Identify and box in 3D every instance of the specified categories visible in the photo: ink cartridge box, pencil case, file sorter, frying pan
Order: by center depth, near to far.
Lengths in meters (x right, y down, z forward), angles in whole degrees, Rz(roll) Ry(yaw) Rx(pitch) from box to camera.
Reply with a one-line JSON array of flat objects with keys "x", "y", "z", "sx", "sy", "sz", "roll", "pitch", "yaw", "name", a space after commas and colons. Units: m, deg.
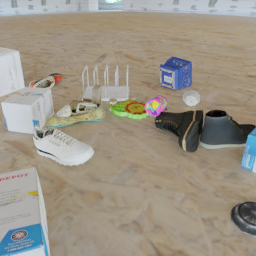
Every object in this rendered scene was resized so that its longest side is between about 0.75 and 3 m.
[{"x": -2.636, "y": 2.324, "z": 5.945, "sx": 1.754, "sy": 1.724, "sz": 2.383, "roll": -9, "pitch": 31, "yaw": -16, "name": "ink cartridge box"}, {"x": 3.713, "y": 2.297, "z": 7.520, "sx": 1.934, "sy": 0.315, "sz": 1.170, "roll": -11, "pitch": 32, "yaw": -13, "name": "frying pan"}, {"x": 4.905, "y": 0.815, "z": 9.011, "sx": 1.852, "sy": 1.340, "sz": 1.364, "roll": 24, "pitch": 37, "yaw": 35, "name": "ink cartridge box"}, {"x": 1.201, "y": -0.922, "z": 11.537, "sx": 0.755, "sy": 0.755, "sz": 1.709, "roll": 9, "pitch": 12, "yaw": 16, "name": "pencil case"}, {"x": -4.161, "y": -0.796, "z": 11.877, "sx": 1.306, "sy": 1.329, "sz": 1.806, "roll": 6, "pitch": 29, "yaw": 11, "name": "ink cartridge box"}, {"x": -1.128, "y": -2.401, "z": 14.598, "sx": 2.373, "sy": 1.478, "sz": 1.647, "roll": 0, "pitch": 29, "yaw": 1, "name": "file sorter"}, {"x": -7.523, "y": -3.141, "z": 15.200, "sx": 2.918, "sy": 2.148, "sz": 2.110, "roll": 17, "pitch": 33, "yaw": 27, "name": "ink cartridge box"}]

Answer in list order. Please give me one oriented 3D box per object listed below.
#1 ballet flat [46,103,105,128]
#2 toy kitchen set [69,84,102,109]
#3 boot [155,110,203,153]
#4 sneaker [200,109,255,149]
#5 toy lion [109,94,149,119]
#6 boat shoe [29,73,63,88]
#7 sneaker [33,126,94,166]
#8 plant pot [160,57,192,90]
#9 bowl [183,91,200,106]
[{"x": -2.280, "y": -0.650, "z": 12.124, "sx": 2.590, "sy": 0.915, "sz": 0.915, "roll": -9, "pitch": 31, "yaw": -14, "name": "ballet flat"}, {"x": -1.920, "y": -1.527, "z": 13.216, "sx": 1.425, "sy": 1.286, "sz": 1.163, "roll": 10, "pitch": 30, "yaw": 9, "name": "toy kitchen set"}, {"x": 1.774, "y": 0.080, "z": 10.882, "sx": 1.968, "sy": 1.102, "sz": 2.845, "roll": 3, "pitch": 20, "yaw": 21, "name": "boot"}, {"x": 3.984, "y": -0.055, "z": 10.541, "sx": 2.550, "sy": 1.355, "sz": 0.954, "roll": -10, "pitch": 31, "yaw": -17, "name": "sneaker"}, {"x": 0.105, "y": -0.892, "z": 12.984, "sx": 1.661, "sy": 0.570, "sz": 1.592, "roll": -13, "pitch": 40, "yaw": -21, "name": "toy lion"}, {"x": -4.453, "y": -2.539, "z": 15.584, "sx": 1.991, "sy": 0.709, "sz": 0.623, "roll": -28, "pitch": 32, "yaw": -33, "name": "boat shoe"}, {"x": -2.305, "y": 0.566, "z": 9.661, "sx": 2.437, "sy": 0.981, "sz": 0.931, "roll": 9, "pitch": 33, "yaw": 23, "name": "sneaker"}, {"x": 2.617, "y": -3.000, "z": 15.732, "sx": 1.334, "sy": 1.484, "sz": 1.484, "roll": -31, "pitch": 41, "yaw": -31, "name": "plant pot"}, {"x": 3.023, "y": -1.337, "z": 13.412, "sx": 0.829, "sy": 0.829, "sz": 0.389, "roll": 8, "pitch": 38, "yaw": 14, "name": "bowl"}]
